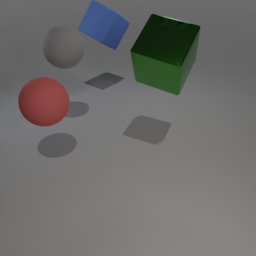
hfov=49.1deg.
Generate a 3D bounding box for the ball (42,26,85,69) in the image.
[{"bbox_3d":[-2.179,-2.717,9.486,1.400,1.400,1.400,0,31,0],"label":"ball"}]

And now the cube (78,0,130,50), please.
[{"bbox_3d":[-1.036,-4.513,12.375,1.400,1.400,1.400,34,14,19],"label":"cube"}]

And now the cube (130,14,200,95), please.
[{"bbox_3d":[1.040,-2.010,7.770,1.400,1.400,1.400,22,70,17],"label":"cube"}]

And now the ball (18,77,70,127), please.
[{"bbox_3d":[-2.375,-0.740,7.971,1.400,1.400,1.400,0,31,0],"label":"ball"}]
